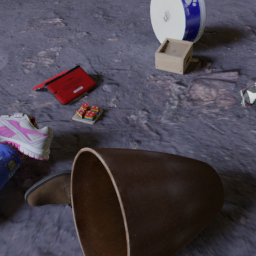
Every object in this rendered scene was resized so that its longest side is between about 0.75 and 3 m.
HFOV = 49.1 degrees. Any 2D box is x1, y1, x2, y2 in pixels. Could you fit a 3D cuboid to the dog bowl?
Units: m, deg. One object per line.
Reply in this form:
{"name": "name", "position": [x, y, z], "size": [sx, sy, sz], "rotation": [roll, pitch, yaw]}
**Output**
{"name": "dog bowl", "position": [2.326, -5.431, 13.491], "size": [1.181, 2.998, 2.998], "rotation": [-20, 45, -20]}

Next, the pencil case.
{"name": "pencil case", "position": [-3.823, 1.477, 7.024], "size": [1.082, 0.972, 2.492], "rotation": [6, 40, 22]}

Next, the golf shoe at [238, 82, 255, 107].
{"name": "golf shoe", "position": [4.868, -1.294, 10.044], "size": [2.109, 0.814, 0.929], "rotation": [-26, 6, -39]}

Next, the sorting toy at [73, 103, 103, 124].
{"name": "sorting toy", "position": [-1.430, -0.557, 9.913], "size": [0.806, 0.282, 0.811], "rotation": [14, 43, 16]}

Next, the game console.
{"name": "game console", "position": [-2.557, -1.651, 11.259], "size": [1.636, 1.127, 1.898], "rotation": [46, 51, 2]}

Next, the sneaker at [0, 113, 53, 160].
{"name": "sneaker", "position": [-3.117, 0.021, 7.900], "size": [2.345, 0.954, 1.034], "rotation": [25, 82, -2]}

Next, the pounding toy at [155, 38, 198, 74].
{"name": "pounding toy", "position": [2.233, -3.173, 12.512], "size": [1.509, 1.165, 1.639], "rotation": [18, 54, 21]}

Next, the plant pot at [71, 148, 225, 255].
{"name": "plant pot", "position": [0.568, 1.556, 6.017], "size": [2.850, 2.663, 2.663], "rotation": [-7, 39, -30]}

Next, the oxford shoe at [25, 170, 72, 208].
{"name": "oxford shoe", "position": [-1.330, 1.604, 6.968], "size": [2.379, 0.865, 1.004], "rotation": [-11, 44, -12]}
